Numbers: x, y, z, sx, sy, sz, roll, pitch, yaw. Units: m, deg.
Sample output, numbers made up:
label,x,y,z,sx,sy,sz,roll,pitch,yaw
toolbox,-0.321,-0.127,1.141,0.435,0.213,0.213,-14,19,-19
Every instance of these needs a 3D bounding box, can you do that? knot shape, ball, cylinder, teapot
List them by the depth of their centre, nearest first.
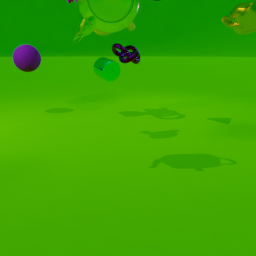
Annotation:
label,x,y,z,sx,sy,sz,roll,pitch,yaw
teapot,-0.398,-2.403,5.334,1.230,1.978,0.968,39,9,-19
knot shape,-0.612,-3.852,9.878,1.567,0.774,1.675,-7,-9,11
cylinder,-0.784,-2.188,10.416,0.763,0.763,0.763,-10,28,-32
knot shape,0.049,-2.855,10.826,1.173,0.579,1.254,-9,39,-46
ball,-3.905,-2.692,10.844,1.035,1.035,1.035,0,16,0

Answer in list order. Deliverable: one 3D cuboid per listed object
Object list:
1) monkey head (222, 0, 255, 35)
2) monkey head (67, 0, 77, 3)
label,x,y,z,sx,sy,sz,roll,pitch,yaw
monkey head,3.062,-2.609,6.988,1.530,1.101,0.922,-11,-10,-41
monkey head,-1.087,-3.417,7.315,0.800,1.327,0.955,28,-21,-36
